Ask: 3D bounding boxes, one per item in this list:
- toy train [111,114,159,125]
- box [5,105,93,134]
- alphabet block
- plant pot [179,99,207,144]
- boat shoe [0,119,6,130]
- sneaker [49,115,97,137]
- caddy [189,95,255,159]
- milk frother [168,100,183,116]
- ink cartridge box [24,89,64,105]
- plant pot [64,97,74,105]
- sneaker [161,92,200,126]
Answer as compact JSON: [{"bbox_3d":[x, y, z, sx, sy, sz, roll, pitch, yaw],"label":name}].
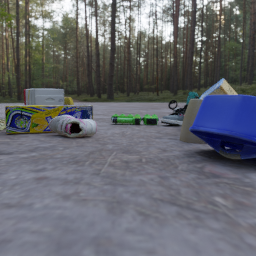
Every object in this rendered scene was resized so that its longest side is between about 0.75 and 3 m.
[{"bbox_3d":[0.284,-0.349,12.211,2.155,0.450,0.608,1,17,7],"label":"toy train"},{"bbox_3d":[-2.717,-0.344,9.826,2.872,0.923,1.006,-3,6,-20],"label":"box"},{"bbox_3d":[2.996,-0.855,9.091,0.975,0.999,0.981,-42,1,35],"label":"alphabet block"},{"bbox_3d":[2.000,-0.225,7.826,1.091,1.165,1.091,0,6,0],"label":"plant pot"},{"bbox_3d":[-4.824,-0.190,10.583,0.522,0.450,1.430,0,7,-3],"label":"boat shoe"},{"bbox_3d":[-1.806,-0.059,8.608,1.606,0.653,0.708,2,5,20],"label":"sneaker"},{"bbox_3d":[2.239,0.089,5.676,1.493,1.108,2.111,23,-5,-27],"label":"caddy"},{"bbox_3d":[2.613,-1.003,15.071,0.948,1.051,0.988,-4,6,1],"label":"milk frother"},{"bbox_3d":[-4.621,-1.345,15.394,1.628,1.620,2.240,-4,8,-32],"label":"ink cartridge box"},{"bbox_3d":[-4.920,-1.887,22.342,1.089,1.114,1.082,0,7,4],"label":"plant pot"},{"bbox_3d":[2.507,-0.823,11.862,2.328,1.405,0.973,-2,7,-19],"label":"sneaker"}]
